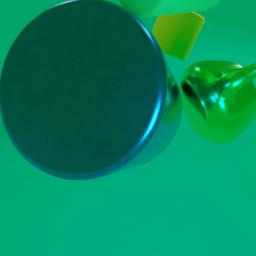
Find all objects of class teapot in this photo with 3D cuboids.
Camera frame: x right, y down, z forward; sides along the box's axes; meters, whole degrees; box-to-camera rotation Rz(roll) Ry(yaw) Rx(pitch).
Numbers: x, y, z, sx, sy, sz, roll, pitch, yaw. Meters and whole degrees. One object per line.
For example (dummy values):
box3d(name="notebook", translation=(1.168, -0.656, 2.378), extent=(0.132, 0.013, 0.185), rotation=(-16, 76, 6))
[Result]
box3d(name="teapot", translation=(0.953, -0.312, 2.808), extent=(0.689, 1.408, 0.875), rotation=(-23, 77, -4))

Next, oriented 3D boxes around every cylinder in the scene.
box3d(name="cylinder", translation=(0.342, -1.243, 2.121), extent=(0.706, 0.706, 0.706), rotation=(-21, 40, -33))
box3d(name="cylinder", translation=(-0.203, -0.241, 2.486), extent=(1.259, 1.259, 1.259), rotation=(11, 0, 16))
box3d(name="cylinder", translation=(1.267, -2.574, 7.498), extent=(1.162, 1.162, 1.162), rotation=(21, 20, -8))
